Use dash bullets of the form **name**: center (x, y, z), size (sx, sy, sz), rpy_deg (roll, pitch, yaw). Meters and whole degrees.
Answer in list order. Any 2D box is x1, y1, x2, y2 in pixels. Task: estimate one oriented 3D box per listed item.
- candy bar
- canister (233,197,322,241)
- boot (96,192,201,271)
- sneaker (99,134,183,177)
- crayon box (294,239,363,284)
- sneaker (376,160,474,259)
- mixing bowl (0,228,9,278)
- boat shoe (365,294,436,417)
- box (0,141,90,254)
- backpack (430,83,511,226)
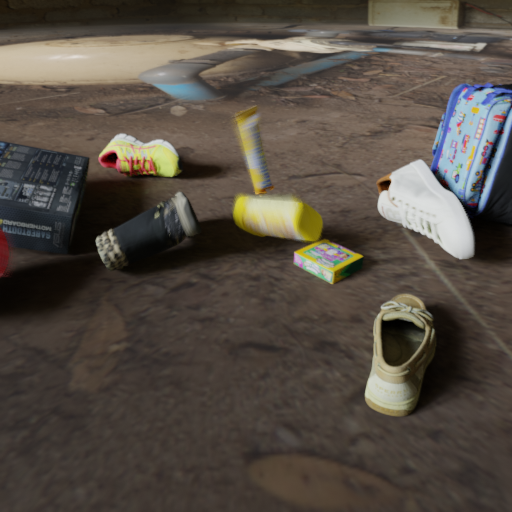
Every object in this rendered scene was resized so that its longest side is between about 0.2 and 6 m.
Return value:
- **candy bar**: center (-0.006, -1.933, 10.502), size (0.440, 1.766, 0.196), rpy_deg (-29, 36, -19)
- **canister**: center (0.422, -0.692, 10.600), size (1.396, 0.604, 1.037), rpy_deg (8, -11, 36)
- **boot**: center (-2.043, -0.474, 10.671), size (1.836, 0.877, 2.431), rpy_deg (-24, 9, -7)
- **sneaker**: center (-3.006, -2.400, 14.450), size (2.501, 0.977, 1.129), rpy_deg (14, 43, 30)
- **crayon box**: center (1.335, 0.087, 10.391), size (0.843, 0.285, 0.977), rpy_deg (-24, 37, -35)
- **sneaker**: center (3.230, -0.779, 11.101), size (1.317, 1.133, 3.111), rpy_deg (-19, 32, 5)
- **mixing bowl**: center (-5.392, 0.097, 8.826), size (2.444, 1.324, 2.444), rpy_deg (29, 34, -22)
- **boat shoe**: center (2.065, 1.158, 7.906), size (0.904, 0.780, 2.480), rpy_deg (12, 31, 20)
- **box**: center (-5.165, -1.399, 11.797), size (2.869, 0.928, 3.638), rpy_deg (9, 25, -16)
- **backpack**: center (5.038, -2.448, 12.326), size (2.126, 2.885, 3.160), rpy_deg (7, 25, -10)
